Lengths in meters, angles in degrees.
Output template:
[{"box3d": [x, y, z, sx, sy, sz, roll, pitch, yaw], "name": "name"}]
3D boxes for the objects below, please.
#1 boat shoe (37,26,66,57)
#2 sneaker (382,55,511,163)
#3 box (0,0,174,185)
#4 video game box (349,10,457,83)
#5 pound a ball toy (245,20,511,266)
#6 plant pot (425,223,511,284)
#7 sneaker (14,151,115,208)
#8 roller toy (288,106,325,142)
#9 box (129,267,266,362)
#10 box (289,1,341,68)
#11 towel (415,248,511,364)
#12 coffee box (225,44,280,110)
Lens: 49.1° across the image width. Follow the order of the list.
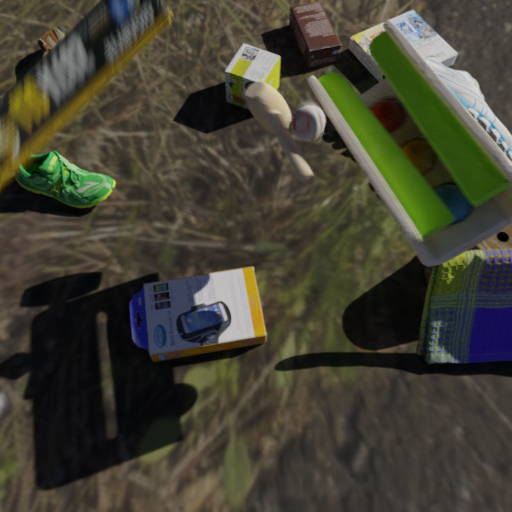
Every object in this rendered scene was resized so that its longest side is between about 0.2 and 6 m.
[{"box3d": [-3.852, -3.806, 11.102, 0.683, 0.700, 1.850, -27, 57, -7], "name": "boat shoe"}, {"box3d": [3.817, -2.628, 10.153, 1.350, 1.168, 3.115, -29, 71, -24], "name": "sneaker"}, {"box3d": [-2.400, -2.354, 7.330, 2.898, 2.314, 0.715, -42, 112, 5], "name": "box"}, {"box3d": [2.964, -4.169, 11.407, 1.627, 0.381, 1.482, -27, 69, -13], "name": "video game box"}, {"box3d": [1.445, -1.302, 6.958, 2.080, 1.355, 3.190, -33, 57, 14], "name": "pound a ball toy"}, {"box3d": [3.552, 0.021, 8.638, 1.559, 1.353, 1.559, 0, 61, 0], "name": "plant pot"}, {"box3d": [-3.378, -1.346, 9.682, 1.850, 0.773, 0.685, 12, 62, 6], "name": "sneaker"}, {"box3d": [0.624, -1.582, 6.641, 0.409, 0.373, 0.286, 35, 34, 13], "name": "roller toy"}, {"box3d": [-0.920, 0.912, 8.707, 2.004, 0.416, 1.193, -9, 62, -2], "name": "box"}, {"box3d": [1.200, -4.575, 11.563, 0.687, 0.514, 1.371, -13, 61, -7], "name": "box"}, {"box3d": [3.790, 0.760, 8.000, 2.728, 1.959, 0.311, 1, 29, 0], "name": "towel"}, {"box3d": [-0.060, -3.384, 10.743, 0.801, 0.808, 0.810, 23, 64, 12], "name": "coffee box"}]
